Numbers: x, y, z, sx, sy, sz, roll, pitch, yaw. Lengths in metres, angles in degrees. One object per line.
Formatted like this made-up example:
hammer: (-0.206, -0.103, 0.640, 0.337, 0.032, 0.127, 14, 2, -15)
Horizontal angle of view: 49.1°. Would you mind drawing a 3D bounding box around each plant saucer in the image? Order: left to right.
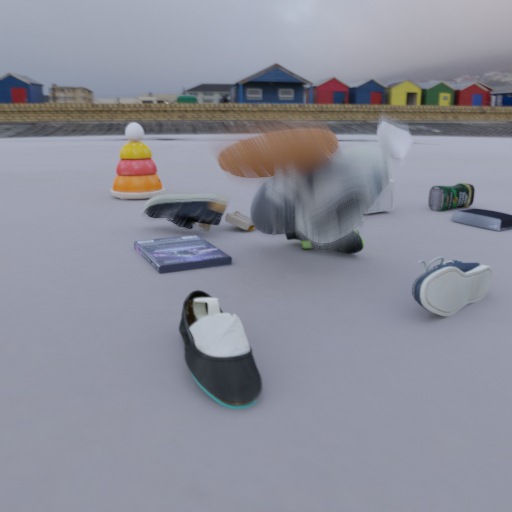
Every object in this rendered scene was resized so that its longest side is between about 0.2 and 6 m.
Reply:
plant saucer: (0.356, -1.576, 8.962, 1.919, 0.310, 1.919, -8, -4, -1)

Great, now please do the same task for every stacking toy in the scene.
stacking toy: (-3.640, -2.892, 17.008, 1.634, 2.237, 1.634, 0, 16, 0)

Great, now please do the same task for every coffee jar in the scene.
coffee jar: (5.366, -1.616, 15.316, 1.326, 0.692, 0.566, -10, 21, -29)

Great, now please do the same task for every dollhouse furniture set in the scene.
dollhouse furniture set: (-0.823, -0.790, 13.160, 1.744, 0.673, 0.872, 24, 14, 12)

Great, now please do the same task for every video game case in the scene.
video game case: (-1.448, -0.066, 10.722, 1.365, 0.181, 1.911, -7, 18, -24)

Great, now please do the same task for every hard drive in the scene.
hard drive: (5.495, -0.889, 13.432, 0.930, 0.292, 1.379, -9, 18, -30)

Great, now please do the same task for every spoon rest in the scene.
spoon rest: (3.235, -2.635, 12.909, 0.547, 0.896, 1.804, -27, -5, 26)

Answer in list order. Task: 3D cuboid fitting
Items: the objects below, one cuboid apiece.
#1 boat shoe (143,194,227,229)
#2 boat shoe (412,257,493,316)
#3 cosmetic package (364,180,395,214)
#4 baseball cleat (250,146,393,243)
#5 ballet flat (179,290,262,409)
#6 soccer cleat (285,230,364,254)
boat shoe: (-1.643, -0.958, 12.461, 2.139, 0.666, 0.798, 1, -11, 27)
boat shoe: (2.740, 0.378, 8.083, 1.955, 0.732, 0.605, -13, 21, -43)
cosmetic package: (2.263, -1.882, 15.881, 1.436, 0.881, 3.479, -7, 17, -23)
baseball cleat: (0.800, -0.862, 9.885, 3.358, 1.171, 1.787, -26, 24, 48)
ballet flat: (-0.498, 0.904, 6.227, 0.704, 0.708, 2.071, -4, 17, -21)
soccer cleat: (1.329, -0.326, 11.087, 0.746, 0.621, 1.840, -32, 30, -27)
